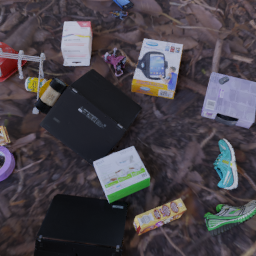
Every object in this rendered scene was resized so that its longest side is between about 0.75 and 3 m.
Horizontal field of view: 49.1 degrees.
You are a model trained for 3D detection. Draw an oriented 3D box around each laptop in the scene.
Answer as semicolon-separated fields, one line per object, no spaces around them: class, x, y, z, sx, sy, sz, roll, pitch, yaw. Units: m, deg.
laptop;-1.333;3.489;8.111;2.378;1.386;2.684;6;87;4
laptop;-1.182;-0.431;9.855;2.408;1.491;2.572;38;94;-2

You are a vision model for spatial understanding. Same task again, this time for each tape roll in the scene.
tape roll;-4.386;1.177;9.233;1.183;0.388;1.183;0;59;0

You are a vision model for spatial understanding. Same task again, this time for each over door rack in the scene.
over door rack;-4.102;-1.704;10.473;1.767;0.797;2.392;5;80;-7

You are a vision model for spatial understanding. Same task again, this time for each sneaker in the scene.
sneaker;3.145;1.136;9.149;0.682;0.663;1.712;-3;61;8
sneaker;3.112;2.523;8.329;1.770;0.691;0.754;-20;63;-10

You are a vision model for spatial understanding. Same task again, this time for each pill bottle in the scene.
pill bottle;-3.353;-1.623;10.700;0.964;0.544;0.544;8;61;3

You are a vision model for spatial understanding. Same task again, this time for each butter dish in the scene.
butter dish;-5.079;-2.838;11.041;1.507;1.117;1.511;35;66;17

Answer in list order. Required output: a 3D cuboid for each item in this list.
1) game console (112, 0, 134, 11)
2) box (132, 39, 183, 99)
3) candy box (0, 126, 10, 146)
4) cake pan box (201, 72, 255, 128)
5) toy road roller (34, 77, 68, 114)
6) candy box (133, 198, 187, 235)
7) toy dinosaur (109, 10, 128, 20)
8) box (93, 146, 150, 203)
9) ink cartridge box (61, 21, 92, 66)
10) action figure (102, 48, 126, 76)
game console;-0.403;-6.098;13.107;0.950;0.659;1.113;-32;67;-15
box;1.230;-2.545;11.205;1.659;0.578;2.787;11;64;6
candy box;-4.457;0.377;9.195;0.983;0.272;0.567;-21;80;-7
cake pan box;3.798;-1.045;10.410;1.805;0.513;1.960;14;62;10
toy road roller;-2.152;-0.907;9.938;2.012;1.468;1.236;36;101;-14
candy box;0.909;2.577;8.133;1.441;0.841;0.407;-19;61;-16
toy dinosaur;-0.367;-5.271;12.853;0.691;0.400;0.762;-12;47;-29
box;-0.206;1.436;8.848;1.429;0.691;1.261;-22;56;-11
ink cartridge box;-2.123;-3.530;11.683;1.144;0.663;1.965;-2;61;-1
action figure;-0.580;-2.729;11.392;1.153;0.859;0.773;27;43;35
